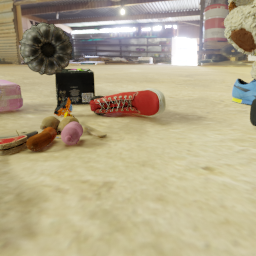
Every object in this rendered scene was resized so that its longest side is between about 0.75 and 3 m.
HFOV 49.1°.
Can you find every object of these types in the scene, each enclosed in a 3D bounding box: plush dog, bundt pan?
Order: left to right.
[{"bbox_3d":[-2.303,-2.254,8.081,1.545,1.545,0.580,-6,18,-22],"label":"bundt pan"},{"bbox_3d":[2.921,-2.364,5.856,2.534,2.033,2.176,26,29,-47],"label":"plush dog"}]

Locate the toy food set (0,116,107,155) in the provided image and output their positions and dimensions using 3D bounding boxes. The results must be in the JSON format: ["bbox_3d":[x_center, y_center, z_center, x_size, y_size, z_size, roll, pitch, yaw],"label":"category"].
[{"bbox_3d":[-2.094,0.104,6.997,2.889,0.455,1.836,-12,20,-34],"label":"toy food set"}]

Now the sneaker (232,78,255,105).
[{"bbox_3d":[5.576,-1.455,11.471,0.976,1.160,2.960,-8,18,-32],"label":"sneaker"}]

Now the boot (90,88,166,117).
[{"bbox_3d":[-0.159,-0.782,9.469,1.931,0.969,2.677,-10,10,-31],"label":"boot"}]

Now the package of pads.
[{"bbox_3d":[-5.587,-1.141,10.375,2.863,1.083,1.725,-13,20,-40],"label":"package of pads"}]

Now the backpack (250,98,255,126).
[{"bbox_3d":[4.173,-0.423,8.377,1.054,0.860,0.810,4,1,-8],"label":"backpack"}]

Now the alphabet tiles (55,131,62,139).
[{"bbox_3d":[-1.893,0.180,7.604,0.788,0.025,0.656,1,15,4],"label":"alphabet tiles"}]

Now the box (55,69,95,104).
[{"bbox_3d":[-2.428,-1.940,12.710,1.668,1.396,2.246,-4,17,-13],"label":"box"}]

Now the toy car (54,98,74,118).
[{"bbox_3d":[-2.104,-0.411,9.407,0.517,0.762,1.554,40,15,-31],"label":"toy car"}]
